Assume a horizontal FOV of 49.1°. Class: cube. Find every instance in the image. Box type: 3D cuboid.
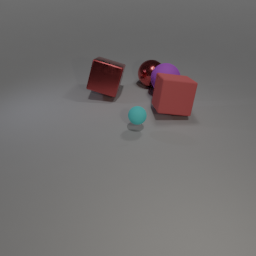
[{"bbox_3d":[-1.010,-2.432,13.190,1.400,1.400,1.400,17,20,-1],"label":"cube"},{"bbox_3d":[1.885,-1.421,11.674,1.400,1.400,1.400,5,21,-8],"label":"cube"}]

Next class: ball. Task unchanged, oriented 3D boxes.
[{"bbox_3d":[1.204,-2.809,14.457,1.400,1.400,1.400,0,31,0],"label":"ball"},{"bbox_3d":[0.351,-0.473,10.517,0.700,0.700,0.700,0,31,0],"label":"ball"},{"bbox_3d":[1.777,-2.351,13.242,1.400,1.400,1.400,0,31,0],"label":"ball"}]
